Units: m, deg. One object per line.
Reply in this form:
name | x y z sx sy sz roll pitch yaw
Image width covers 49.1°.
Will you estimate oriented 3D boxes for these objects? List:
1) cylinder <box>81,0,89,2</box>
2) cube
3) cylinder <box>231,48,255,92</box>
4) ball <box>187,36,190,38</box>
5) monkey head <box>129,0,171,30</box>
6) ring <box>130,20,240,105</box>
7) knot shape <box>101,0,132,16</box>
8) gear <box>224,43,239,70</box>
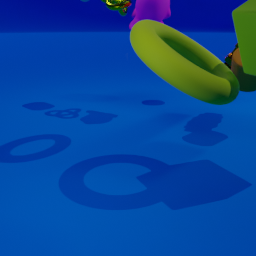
cylinder | -1.229 -4.554 8.831 0.822 0.822 0.822 -10 11 38
cube | 2.628 -1.569 4.467 1.200 1.200 1.200 -36 34 -12
cylinder | 2.939 -1.440 6.790 0.827 0.827 0.827 -8 54 11
ball | 1.960 -2.837 9.908 0.807 0.807 0.807 0 21 0
monkey head | 0.537 -3.399 7.907 1.309 1.819 1.096 27 -1 31
ring | 0.973 -1.144 4.749 2.092 0.418 2.092 24 32 -16
knot shape | -0.320 -3.745 8.279 1.159 0.536 1.085 45 24 19
gear | 3.459 -2.280 7.797 0.364 1.968 1.968 48 40 14
